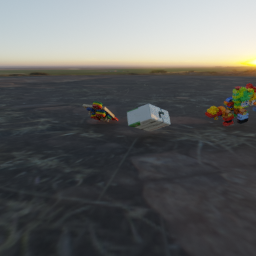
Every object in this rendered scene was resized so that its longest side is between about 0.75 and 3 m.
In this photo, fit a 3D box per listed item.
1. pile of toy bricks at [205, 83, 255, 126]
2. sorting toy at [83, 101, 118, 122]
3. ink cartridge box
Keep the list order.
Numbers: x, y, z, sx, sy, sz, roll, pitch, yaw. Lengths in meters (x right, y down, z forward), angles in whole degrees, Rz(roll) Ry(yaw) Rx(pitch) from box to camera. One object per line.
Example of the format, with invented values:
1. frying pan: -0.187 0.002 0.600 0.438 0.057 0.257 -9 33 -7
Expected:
1. pile of toy bricks: 3.484 -0.862 8.764 1.987 0.981 1.103 -18 28 -16
2. sorting toy: -0.923 -0.426 8.843 0.784 0.275 1.626 9 -15 22
3. ink cartridge box: 0.551 -0.247 7.302 0.714 0.404 0.974 -19 -20 33
